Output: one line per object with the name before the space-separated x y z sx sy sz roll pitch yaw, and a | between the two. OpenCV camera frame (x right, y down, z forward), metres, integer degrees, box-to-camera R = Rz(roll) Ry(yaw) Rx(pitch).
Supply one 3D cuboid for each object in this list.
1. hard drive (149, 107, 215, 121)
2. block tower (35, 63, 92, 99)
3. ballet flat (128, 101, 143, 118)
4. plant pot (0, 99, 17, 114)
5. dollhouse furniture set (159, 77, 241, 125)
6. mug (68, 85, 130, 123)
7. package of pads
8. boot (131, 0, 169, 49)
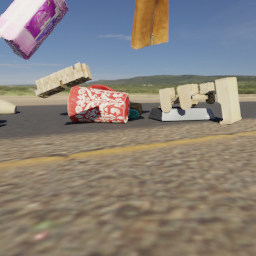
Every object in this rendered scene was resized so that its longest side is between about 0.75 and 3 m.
hard drive | 2.444 -0.672 12.939 2.607 0.552 1.758 -2 8 -17
block tower | -1.775 -1.280 7.588 1.543 0.446 0.417 -20 -14 14
ballet flat | -0.493 -1.035 13.802 2.628 0.891 0.950 4 41 21
plant pot | -6.823 -1.126 15.899 0.886 0.830 0.830 12 7 -3
dollhouse furniture set | 3.196 -1.034 12.013 2.738 1.781 2.515 -5 5 40
mug | -1.109 -1.137 11.656 2.271 2.016 1.515 6 -20 11
package of pads | -2.874 -3.304 8.454 0.857 2.264 1.364 34 -9 8
boot | 0.900 -2.926 6.094 2.032 2.158 0.739 -30 41 -34
